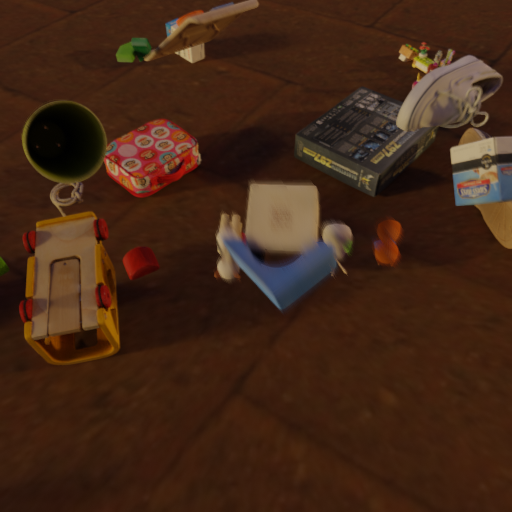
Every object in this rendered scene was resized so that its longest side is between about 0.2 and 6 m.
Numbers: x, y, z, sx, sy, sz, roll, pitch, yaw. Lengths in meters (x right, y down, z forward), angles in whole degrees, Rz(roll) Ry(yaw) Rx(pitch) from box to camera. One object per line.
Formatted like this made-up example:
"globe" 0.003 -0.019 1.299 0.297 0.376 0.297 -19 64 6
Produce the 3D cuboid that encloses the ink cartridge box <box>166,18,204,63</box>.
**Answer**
"ink cartridge box" -1.718 -5.215 13.586 0.403 0.698 0.956 -35 56 -27

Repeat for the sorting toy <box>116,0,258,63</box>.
"sorting toy" -1.227 -3.751 9.354 2.278 0.335 1.684 -35 17 -38

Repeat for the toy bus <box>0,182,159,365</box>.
"toy bus" -2.621 0.394 8.148 2.232 1.222 2.365 29 62 21

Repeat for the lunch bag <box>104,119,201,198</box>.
"lunch bag" -1.888 -1.828 10.541 1.434 0.667 1.628 36 57 28

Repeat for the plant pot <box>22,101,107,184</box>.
"plant pot" -2.478 -1.415 6.952 0.950 0.950 1.016 -30 25 -24

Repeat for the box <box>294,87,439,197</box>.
"box" 2.202 -2.325 11.027 1.895 0.613 2.403 31 54 26

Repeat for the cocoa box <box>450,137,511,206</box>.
"cocoa box" 3.432 -1.150 7.607 1.263 0.829 0.842 -7 3 -22

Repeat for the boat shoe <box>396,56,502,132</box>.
"boat shoe" 2.991 -2.262 8.244 0.921 0.798 2.161 38 51 26

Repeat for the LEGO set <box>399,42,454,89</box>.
"LEGO set" 3.956 -4.416 12.761 1.048 0.848 2.277 2 48 2

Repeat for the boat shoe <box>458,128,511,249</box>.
"boat shoe" 4.359 -1.228 9.875 0.872 0.968 2.692 0 47 -12

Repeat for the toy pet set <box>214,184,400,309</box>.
"toy pet set" 0.402 0.075 4.874 1.683 1.572 0.894 2 75 10
